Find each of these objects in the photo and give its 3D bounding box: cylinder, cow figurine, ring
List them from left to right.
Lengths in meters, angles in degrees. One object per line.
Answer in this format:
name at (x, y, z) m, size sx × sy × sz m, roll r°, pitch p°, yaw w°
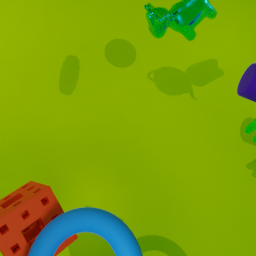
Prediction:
ring at (-0.724, 2.301, 4.463) m, size 2.019 × 0.404 × 2.019 m, roll -6°, pitch 65°, yaw 12°
cow figurine at (1.247, -2.828, 6.900) m, size 1.580 × 1.555 × 0.867 m, roll -43°, pitch 49°, yaw 23°
cylinder at (3.110, -0.985, 6.505) m, size 0.810 × 0.810 × 0.810 m, roll 22°, pitch 80°, yaw 0°
cow figurine at (3.281, -0.239, 6.149) m, size 1.178 × 1.159 × 0.647 m, roll -19°, pitch 62°, yaw -26°

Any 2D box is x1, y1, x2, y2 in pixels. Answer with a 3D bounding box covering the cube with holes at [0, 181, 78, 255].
cube with holes at (-1.990, 1.933, 5.528) m, size 1.213 × 1.213 × 1.213 m, roll -33°, pitch 105°, yaw -33°
